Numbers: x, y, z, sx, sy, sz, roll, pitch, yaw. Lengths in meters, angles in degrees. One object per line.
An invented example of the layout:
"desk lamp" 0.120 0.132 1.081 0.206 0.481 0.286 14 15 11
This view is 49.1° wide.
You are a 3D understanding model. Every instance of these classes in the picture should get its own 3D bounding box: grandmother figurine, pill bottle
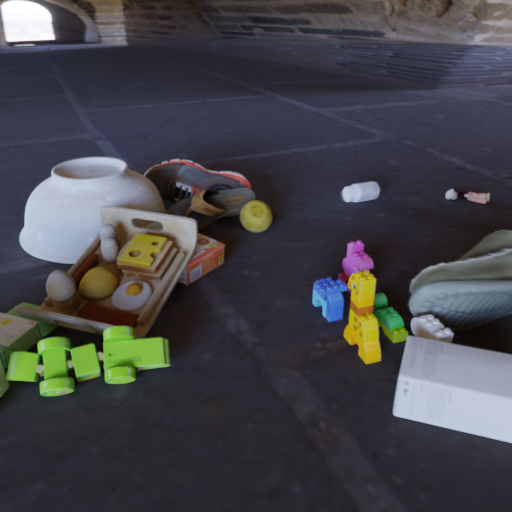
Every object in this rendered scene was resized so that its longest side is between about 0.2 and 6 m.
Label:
"grandmother figurine" 5.254 -1.487 13.951 1.017 0.308 0.617 7 0 19
"pill bottle" 2.597 -1.578 13.910 0.799 0.453 0.453 -10 29 -19

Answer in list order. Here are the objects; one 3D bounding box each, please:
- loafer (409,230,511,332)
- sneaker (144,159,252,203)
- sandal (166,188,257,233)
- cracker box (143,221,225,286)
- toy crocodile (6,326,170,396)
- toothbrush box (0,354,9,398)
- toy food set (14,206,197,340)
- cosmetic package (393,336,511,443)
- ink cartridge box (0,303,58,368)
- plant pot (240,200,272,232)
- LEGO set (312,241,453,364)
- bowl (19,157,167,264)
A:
"loafer" 3.779 0.332 9.039 3.437 1.292 1.197 -4 53 -26
"sneaker" -1.527 -1.585 13.369 2.737 1.055 1.121 5 34 11
"sandal" -0.978 -1.101 12.328 2.195 0.599 0.897 -16 64 -15
"cracker box" -1.601 -0.113 10.910 1.671 0.482 1.119 23 35 28
"toy crocodile" -2.307 1.479 7.794 2.203 0.680 0.744 -7 69 -16
"toothbrush box" -4.331 1.366 7.210 1.815 1.329 0.774 1 27 5
"toy food set" -2.417 0.163 9.493 2.021 0.851 2.816 9 43 16
"cosmetic package" 2.729 1.700 7.190 1.739 0.738 0.936 11 30 18
"ink cartridge box" -3.843 1.084 8.848 1.121 0.369 1.541 10 31 19
"plant pot" 0.019 -0.916 12.157 0.715 0.715 0.507 -3 -11 -5
"LEGO set" 1.744 0.626 8.745 1.151 1.238 3.017 -10 29 -18
"bowl" -3.497 -1.208 12.097 3.290 1.478 3.290 -1 27 0
